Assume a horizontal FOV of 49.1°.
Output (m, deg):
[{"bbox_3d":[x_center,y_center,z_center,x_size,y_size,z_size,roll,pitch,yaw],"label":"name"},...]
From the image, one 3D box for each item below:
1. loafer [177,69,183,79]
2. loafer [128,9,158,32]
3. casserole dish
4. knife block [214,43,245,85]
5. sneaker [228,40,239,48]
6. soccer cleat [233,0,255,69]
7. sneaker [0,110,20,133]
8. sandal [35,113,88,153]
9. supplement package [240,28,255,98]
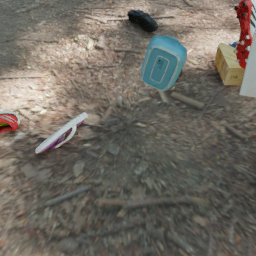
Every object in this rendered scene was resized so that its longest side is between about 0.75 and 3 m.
[{"bbox_3d":[1.781,-2.659,10.747,0.741,0.762,2.087,-7,46,-5],"label":"loafer"},{"bbox_3d":[0.787,-5.143,13.209,0.729,0.705,2.076,-31,49,-16],"label":"loafer"},{"bbox_3d":[0.836,-1.552,7.099,1.008,1.665,0.323,25,53,4],"label":"casserole dish"},{"bbox_3d":[4.505,-2.217,10.324,2.111,0.769,2.404,0,45,-1],"label":"knife block"},{"bbox_3d":[4.428,-3.102,11.364,0.993,0.546,1.356,14,48,17],"label":"sneaker"},{"bbox_3d":[3.517,-2.688,8.021,0.837,1.964,0.674,-9,9,-23],"label":"soccer cleat"},{"bbox_3d":[-4.144,-0.126,8.389,1.702,0.655,0.723,-6,51,-6],"label":"sneaker"},{"bbox_3d":[-1.799,0.193,8.138,1.953,0.795,0.480,-43,100,-34],"label":"sandal"},{"bbox_3d":[3.005,-1.204,4.994,1.593,1.209,1.200,14,36,21],"label":"supplement package"}]
